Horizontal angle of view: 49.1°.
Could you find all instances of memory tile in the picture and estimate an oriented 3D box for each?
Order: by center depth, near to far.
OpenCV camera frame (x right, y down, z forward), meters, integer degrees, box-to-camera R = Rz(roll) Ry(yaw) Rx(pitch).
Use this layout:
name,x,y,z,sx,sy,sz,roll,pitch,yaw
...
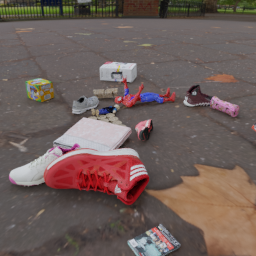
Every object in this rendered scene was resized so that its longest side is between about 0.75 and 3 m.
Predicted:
name,x,y,z,sx,sy,sz,roll,pitch,yaw
memory tile,-0.906,-0.174,11.631,1.247,0.137,1.626,-12,30,-21

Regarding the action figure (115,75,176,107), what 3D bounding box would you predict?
name,x,y,z,sx,sy,sz,roll,pitch,yaw
action figure,0.781,-1.829,13.514,2.971,1.470,0.969,-11,29,-16

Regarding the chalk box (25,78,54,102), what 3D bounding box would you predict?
name,x,y,z,sx,sy,sz,roll,pitch,yaw
chalk box,-4.592,-1.984,14.299,1.439,0.892,0.898,20,33,32

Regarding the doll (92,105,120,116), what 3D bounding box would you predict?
name,x,y,z,sx,sy,sz,roll,pitch,yaw
doll,-0.911,-0.798,12.608,1.372,0.332,0.936,-16,21,-41

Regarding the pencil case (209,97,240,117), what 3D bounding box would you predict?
name,x,y,z,sx,sy,sz,roll,pitch,yaw
pencil case,4.374,-0.974,12.714,0.594,0.568,1.372,-20,34,-28

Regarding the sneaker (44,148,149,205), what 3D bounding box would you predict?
name,x,y,z,sx,sy,sz,roll,pitch,yaw
sneaker,-0.757,1.359,7.651,2.878,1.128,1.663,-11,28,-18

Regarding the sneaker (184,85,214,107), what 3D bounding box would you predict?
name,x,y,z,sx,sy,sz,roll,pitch,yaw
sneaker,3.553,-1.600,13.425,1.746,1.008,0.661,-7,28,-14

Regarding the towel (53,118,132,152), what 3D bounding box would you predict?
name,x,y,z,sx,sy,sz,roll,pitch,yaw
towel,-1.277,0.335,10.259,2.188,0.353,2.089,14,35,23

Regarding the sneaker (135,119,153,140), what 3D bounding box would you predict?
name,x,y,z,sx,sy,sz,roll,pitch,yaw
sneaker,0.541,0.113,10.833,0.620,0.527,1.430,-4,20,21

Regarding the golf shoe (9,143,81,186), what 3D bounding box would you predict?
name,x,y,z,sx,sy,sz,roll,pitch,yaw
golf shoe,-2.369,1.032,8.344,2.291,1.048,0.863,-11,30,-17

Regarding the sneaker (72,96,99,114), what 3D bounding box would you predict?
name,x,y,z,sx,sy,sz,roll,pitch,yaw
sneaker,-1.926,-1.209,13.034,0.616,0.676,1.649,14,31,26

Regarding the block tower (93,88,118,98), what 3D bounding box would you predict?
name,x,y,z,sx,sy,sz,roll,pitch,yaw
block tower,-1.138,-1.755,14.241,1.253,0.338,0.362,-2,47,8

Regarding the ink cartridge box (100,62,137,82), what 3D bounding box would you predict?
name,x,y,z,sx,sy,sz,roll,pitch,yaw
ink cartridge box,-0.574,-3.452,17.180,1.999,0.856,1.475,5,27,12

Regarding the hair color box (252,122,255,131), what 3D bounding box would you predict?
name,x,y,z,sx,sy,sz,roll,pitch,yaw
hair color box,6.171,-0.183,10.346,2.881,0.921,1.598,-18,53,-33

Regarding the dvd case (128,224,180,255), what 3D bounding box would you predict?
name,x,y,z,sx,sy,sz,roll,pitch,yaw
dvd case,0.581,2.606,6.302,0.966,0.106,0.705,-15,31,-28
